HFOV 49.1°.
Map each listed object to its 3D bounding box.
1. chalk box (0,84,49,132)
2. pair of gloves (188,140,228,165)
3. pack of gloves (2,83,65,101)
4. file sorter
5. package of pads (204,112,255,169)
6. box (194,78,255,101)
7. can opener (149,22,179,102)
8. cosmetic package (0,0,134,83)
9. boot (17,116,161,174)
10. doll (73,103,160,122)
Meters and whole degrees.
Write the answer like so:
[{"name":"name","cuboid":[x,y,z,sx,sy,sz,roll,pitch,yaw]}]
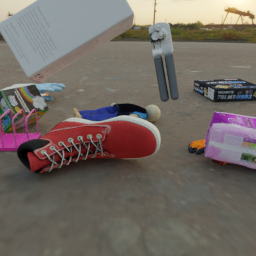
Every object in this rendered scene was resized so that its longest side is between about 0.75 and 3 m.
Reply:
[{"name":"chalk box","cuboid":[-2.989,-0.501,7.379,0.850,0.856,1.371,-34,-5,39]},{"name":"pair of gloves","cuboid":[1.949,0.470,6.226,0.979,0.136,1.099,-17,27,-38]},{"name":"pack of gloves","cuboid":[-3.798,-1.073,10.170,2.773,0.547,2.329,3,26,25]},{"name":"file sorter","cuboid":[-2.806,0.008,6.527,1.250,0.784,0.869,-1,21,-2]},{"name":"package of pads","cuboid":[2.633,0.281,5.598,2.073,0.784,1.249,11,21,14]},{"name":"box","cuboid":[3.949,-1.547,11.139,2.070,0.514,2.054,-3,21,-8]},{"name":"can opener","cuboid":[0.635,-1.138,4.825,0.358,1.361,0.452,-10,1,12]},{"name":"cosmetic package","cuboid":[-1.161,-2.010,5.526,2.347,1.193,0.869,-30,3,0]},{"name":"boot","cuboid":[-0.786,0.423,5.332,2.537,0.919,1.830,2,19,28]},{"name":"doll","cuboid":[-0.259,-0.392,7.867,2.464,0.597,1.681,-6,18,-15]}]
